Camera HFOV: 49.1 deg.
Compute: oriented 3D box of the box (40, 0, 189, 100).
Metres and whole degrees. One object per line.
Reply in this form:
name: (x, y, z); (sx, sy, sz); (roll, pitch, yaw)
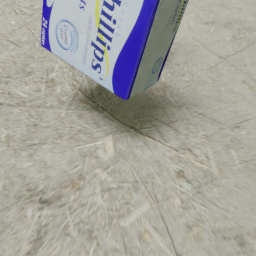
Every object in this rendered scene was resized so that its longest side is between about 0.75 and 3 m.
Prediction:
box: (-0.396, -2.550, 6.216); (2.848, 2.619, 1.494); (34, 42, 18)
